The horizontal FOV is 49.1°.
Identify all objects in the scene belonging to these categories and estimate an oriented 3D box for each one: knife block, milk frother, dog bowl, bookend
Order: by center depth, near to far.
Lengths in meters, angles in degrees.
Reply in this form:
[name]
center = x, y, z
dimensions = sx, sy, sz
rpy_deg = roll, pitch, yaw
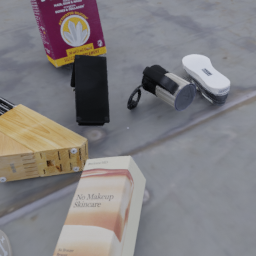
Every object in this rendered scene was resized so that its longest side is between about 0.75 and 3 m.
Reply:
[dog bowl]
center = -3.451, 2.637, 5.176
dimensions = 2.378, 0.697, 2.378
rpy_deg = 0, 47, 0
[knife block]
center = -2.654, 0.039, 7.317
dimensions = 2.958, 0.946, 2.597
rpy_deg = -6, 45, -12
[bookend]
center = -1.088, -0.749, 7.571
dimensions = 0.816, 1.771, 1.760
rpy_deg = 0, 75, -15
[milk frother]
center = 0.893, -0.924, 8.117
dimensions = 1.356, 1.503, 1.414
rpy_deg = 2, 29, -46

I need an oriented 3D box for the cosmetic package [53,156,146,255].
[cosmetic package]
center = -0.459, 1.727, 5.481
dimensions = 1.150, 0.971, 2.225
rpy_deg = -9, 43, 22

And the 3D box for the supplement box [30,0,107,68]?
[supplement box]
center = -2.050, -3.780, 9.355
dimensions = 1.918, 2.931, 1.512
rpy_deg = -21, 29, -17

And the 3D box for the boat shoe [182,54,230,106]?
[boat shoe]
center = 2.432, -1.558, 8.934
dimensions = 0.875, 0.827, 2.439
rpy_deg = -18, 41, -8
